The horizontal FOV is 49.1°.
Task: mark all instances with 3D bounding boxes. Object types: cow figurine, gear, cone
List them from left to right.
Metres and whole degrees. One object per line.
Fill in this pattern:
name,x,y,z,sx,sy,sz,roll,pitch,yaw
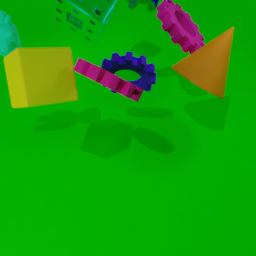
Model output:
cow figurine,-3.090,-1.687,5.623,1.721,1.693,0.944,-1,71,-40
gear,-0.359,-0.901,5.329,1.349,1.349,0.250,29,97,25
gear,-0.011,-1.356,7.265,1.456,1.456,0.269,4,61,4
cow figurine,0.650,-3.721,7.332,1.310,1.289,0.719,-7,64,-26
gear,1.501,-2.828,7.860,1.697,0.314,1.697,27,45,-31
cone,2.168,-1.803,7.012,1.559,1.565,1.559,27,19,-10

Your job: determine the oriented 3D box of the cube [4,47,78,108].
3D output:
cube,-1.705,-0.964,5.467,1.016,1.016,1.016,-12,9,-35

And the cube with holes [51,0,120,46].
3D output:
cube with holes,-1.086,-3.403,7.531,1.400,1.400,1.400,31,76,-10
